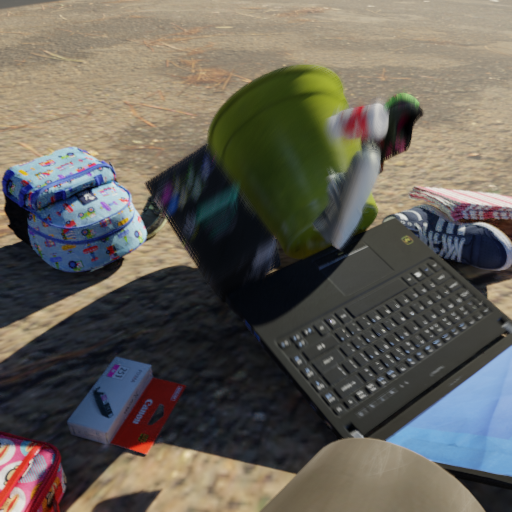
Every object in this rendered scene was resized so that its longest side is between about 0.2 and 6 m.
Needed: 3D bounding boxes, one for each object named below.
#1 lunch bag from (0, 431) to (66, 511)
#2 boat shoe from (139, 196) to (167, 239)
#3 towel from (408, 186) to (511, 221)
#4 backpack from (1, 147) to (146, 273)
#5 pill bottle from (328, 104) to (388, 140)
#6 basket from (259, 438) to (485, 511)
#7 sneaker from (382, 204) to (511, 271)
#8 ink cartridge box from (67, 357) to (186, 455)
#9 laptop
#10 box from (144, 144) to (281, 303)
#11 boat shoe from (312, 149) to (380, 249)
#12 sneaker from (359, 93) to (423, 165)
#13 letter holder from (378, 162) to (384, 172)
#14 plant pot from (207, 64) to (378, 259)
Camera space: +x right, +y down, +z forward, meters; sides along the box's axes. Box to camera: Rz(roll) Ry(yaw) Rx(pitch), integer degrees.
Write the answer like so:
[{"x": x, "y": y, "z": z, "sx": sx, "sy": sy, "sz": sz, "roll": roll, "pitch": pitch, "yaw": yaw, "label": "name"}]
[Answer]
[{"x": -2.979, "y": 2.881, "z": 6.135, "sx": 1.636, "sy": 0.761, "sz": 1.857, "roll": 11, "pitch": 35, "yaw": 8, "label": "lunch bag"}, {"x": -2.103, "y": -1.076, "z": 11.941, "sx": 0.618, "sy": 0.568, "sz": 1.728, "roll": 18, "pitch": 52, "yaw": 24, "label": "boat shoe"}, {"x": 4.757, "y": -1.040, "z": 11.760, "sx": 2.577, "sy": 0.386, "sz": 1.886, "roll": 4, "pitch": 17, "yaw": -14, "label": "towel"}, {"x": -3.449, "y": -0.847, "z": 10.926, "sx": 2.246, "sy": 1.655, "sz": 2.460, "roll": -28, "pitch": 45, "yaw": -34, "label": "backpack"}, {"x": 1.535, "y": -2.020, "z": 8.536, "sx": 0.837, "sy": 0.470, "sz": 0.470, "roll": 1, "pitch": 27, "yaw": 43, "label": "pill bottle"}, {"x": 0.466, "y": 3.250, "z": 4.196, "sx": 3.105, "sy": 2.342, "sz": 3.444, "roll": 9, "pitch": 29, "yaw": 34, "label": "basket"}, {"x": 3.489, "y": -0.263, "z": 10.675, "sx": 1.357, "sy": 0.877, "sz": 2.501, "roll": -13, "pitch": 29, "yaw": -28, "label": "sneaker"}, {"x": -1.755, "y": 2.037, "z": 7.775, "sx": 1.136, "sy": 0.285, "sz": 1.309, "roll": 9, "pitch": 34, "yaw": 16, "label": "ink cartridge box"}, {"x": 2.531, "y": 0.728, "z": 7.685, "sx": 3.963, "sy": 2.309, "sz": 4.472, "roll": -22, "pitch": 56, "yaw": -32, "label": "laptop"}, {"x": -0.630, "y": -0.469, "z": 8.663, "sx": 1.176, "sy": 1.405, "sz": 1.891, "roll": -34, "pitch": 73, "yaw": -5, "label": "box"}, {"x": 1.142, "y": -0.787, "z": 7.535, "sx": 0.584, "sy": 1.890, "sz": 0.688, "roll": 35, "pitch": 63, "yaw": 15, "label": "boat shoe"}, {"x": 2.615, "y": -2.300, "z": 11.321, "sx": 0.769, "sy": 2.005, "sz": 0.840, "roll": 12, "pitch": 27, "yaw": -39, "label": "sneaker"}, {"x": 2.268, "y": -2.751, "z": 14.110, "sx": 1.799, "sy": 1.279, "sz": 0.905, "roll": -10, "pitch": 35, "yaw": -16, "label": "letter holder"}, {"x": 0.846, "y": -1.474, "z": 10.207, "sx": 2.756, "sy": 2.756, "sz": 2.653, "roll": -15, "pitch": 68, "yaw": -21, "label": "plant pot"}]
